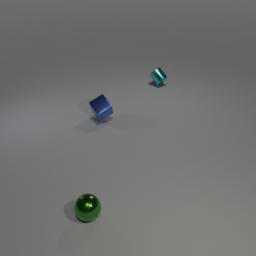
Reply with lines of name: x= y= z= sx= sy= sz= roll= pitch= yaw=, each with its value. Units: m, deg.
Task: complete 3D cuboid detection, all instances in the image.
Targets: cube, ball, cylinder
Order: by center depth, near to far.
ball: x=-1.044 y=2.043 z=7.233 sx=0.700 sy=0.700 sz=0.700 roll=0 pitch=31 yaw=0
cube: x=-1.097 y=-0.825 z=11.509 sx=0.700 sy=0.700 sz=0.700 roll=-33 pitch=71 yaw=-11
cylinder: x=1.655 y=-2.760 z=15.052 sx=0.700 sy=0.700 sz=0.700 roll=-32 pitch=81 yaw=-42
